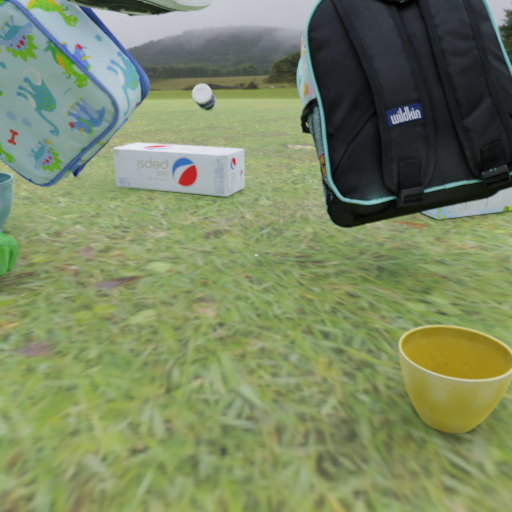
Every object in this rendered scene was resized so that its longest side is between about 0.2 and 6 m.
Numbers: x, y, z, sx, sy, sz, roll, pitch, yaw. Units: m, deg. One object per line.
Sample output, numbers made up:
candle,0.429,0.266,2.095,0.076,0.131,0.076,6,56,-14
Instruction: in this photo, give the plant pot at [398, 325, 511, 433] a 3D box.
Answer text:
plant pot,1.981,1.299,5.662,1.107,0.786,1.107,-1,20,0

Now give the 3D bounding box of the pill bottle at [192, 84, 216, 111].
pill bottle,-0.982,-3.023,10.807,0.372,0.372,0.669,3,-3,8

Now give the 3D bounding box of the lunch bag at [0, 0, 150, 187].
lunch bag,-3.363,-2.591,8.900,3.108,2.498,1.281,-26,28,42

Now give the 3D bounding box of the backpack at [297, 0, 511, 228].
backpack,2.288,-2.508,9.042,3.264,3.713,2.846,-13,-4,2

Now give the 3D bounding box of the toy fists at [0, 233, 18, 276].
toy fists,-4.957,0.276,8.366,1.408,0.950,2.762,7,21,38

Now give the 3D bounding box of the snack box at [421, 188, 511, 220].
snack box,4.965,-1.770,13.944,2.868,0.971,2.419,-9,22,-20

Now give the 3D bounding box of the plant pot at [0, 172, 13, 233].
plant pot,-5.776,-0.927,11.232,1.818,1.218,1.818,1,20,0

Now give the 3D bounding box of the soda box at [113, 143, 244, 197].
soda box,-2.157,-2.435,15.557,3.556,1.132,1.211,8,21,22

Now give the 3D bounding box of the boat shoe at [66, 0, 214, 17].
boat shoe,-1.675,-3.813,7.925,2.220,0.785,0.707,-5,-9,-31
